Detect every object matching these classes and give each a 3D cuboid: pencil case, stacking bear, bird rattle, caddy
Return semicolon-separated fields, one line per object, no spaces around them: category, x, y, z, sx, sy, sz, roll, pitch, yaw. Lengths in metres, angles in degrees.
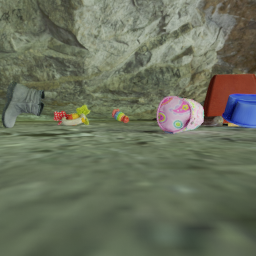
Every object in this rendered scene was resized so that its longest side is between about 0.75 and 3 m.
pencil case;1.273;-0.288;6.520;0.851;0.851;1.946;1;2;21
stacking bear;-0.300;-0.496;12.499;0.763;0.434;0.463;31;21;22
bird rattle;-2.788;-0.544;13.942;1.806;1.017;1.472;-3;19;-13
caddy;4.573;-0.533;10.336;2.102;1.103;1.486;1;25;-8

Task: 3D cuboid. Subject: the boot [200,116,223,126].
boot;2.927;-0.333;12.018;1.980;0.636;1.846;8;8;42

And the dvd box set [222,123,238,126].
dvd box set;4.791;-0.163;12.817;0.888;0.130;0.649;-1;3;-13

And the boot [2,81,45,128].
boot;-3.481;-0.591;9.358;1.174;1.784;0.622;20;31;-5

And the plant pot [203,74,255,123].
plant pot;5.573;-1.478;15.177;2.979;2.628;2.982;1;1;11
